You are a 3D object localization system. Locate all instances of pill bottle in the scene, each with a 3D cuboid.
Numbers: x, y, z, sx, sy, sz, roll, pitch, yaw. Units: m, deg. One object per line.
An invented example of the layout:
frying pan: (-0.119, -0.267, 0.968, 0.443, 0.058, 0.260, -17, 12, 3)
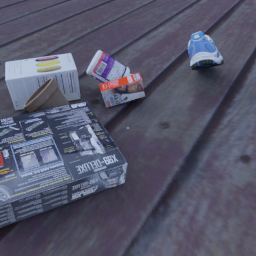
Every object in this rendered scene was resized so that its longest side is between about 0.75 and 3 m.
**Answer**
pill bottle: (-0.442, -1.608, 8.301, 1.409, 0.785, 0.785, 29, 37, -17)

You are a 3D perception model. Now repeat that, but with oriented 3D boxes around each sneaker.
sneaker: (2.442, -2.381, 8.811, 0.978, 0.995, 2.582, -11, 5, 19)

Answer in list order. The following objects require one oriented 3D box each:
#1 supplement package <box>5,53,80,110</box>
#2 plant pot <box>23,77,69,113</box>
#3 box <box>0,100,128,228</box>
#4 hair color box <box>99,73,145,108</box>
supplement package: (-2.448, -1.378, 8.174, 1.889, 1.035, 1.075, -12, 43, -14)
plant pot: (-1.985, -0.630, 7.265, 1.060, 0.925, 1.060, -36, 26, 21)
box: (-1.755, 0.570, 5.856, 2.841, 0.707, 2.240, -16, 47, -25)
hair color box: (-0.157, -1.062, 7.919, 1.173, 0.650, 0.375, -18, 49, -2)
